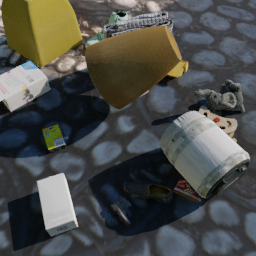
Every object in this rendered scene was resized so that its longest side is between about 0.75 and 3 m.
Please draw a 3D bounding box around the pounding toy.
[{"bbox_3d":[3.217,-0.169,9.832,1.070,1.074,1.872,-33,60,-18],"label":"pounding toy"}]

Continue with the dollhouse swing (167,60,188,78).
[{"bbox_3d":[2.002,-2.487,12.017,0.942,0.856,0.828,17,86,14],"label":"dollhouse swing"}]

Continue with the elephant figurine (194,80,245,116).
[{"bbox_3d":[3.441,-0.991,10.470,1.683,1.191,1.306,-31,44,-29],"label":"elephant figurine"}]

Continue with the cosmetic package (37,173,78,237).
[{"bbox_3d":[-2.092,2.231,8.273,0.841,0.663,1.563,-16,54,-10],"label":"cosmetic package"}]

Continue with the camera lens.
[{"bbox_3d":[2.327,0.827,8.589,1.843,1.843,2.304,-28,57,-20],"label":"camera lens"}]

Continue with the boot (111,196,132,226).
[{"bbox_3d":[-0.077,2.453,8.364,0.547,0.290,0.831,-31,63,-27],"label":"boot"}]

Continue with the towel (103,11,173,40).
[{"bbox_3d":[0.386,-3.441,11.592,2.725,2.256,1.166,-16,66,-10],"label":"towel"}]

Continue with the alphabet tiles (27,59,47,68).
[{"bbox_3d":[-4.079,-2.953,12.577,0.897,0.065,0.877,24,57,17],"label":"alphabet tiles"}]

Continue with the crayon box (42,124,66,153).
[{"bbox_3d":[-2.625,0.369,9.946,0.615,0.246,0.969,-18,56,-13],"label":"crayon box"}]

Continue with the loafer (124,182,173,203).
[{"bbox_3d":[0.630,1.882,8.604,1.548,0.560,0.564,6,54,6],"label":"loafer"}]

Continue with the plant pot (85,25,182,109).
[{"bbox_3d":[0.356,-2.265,9.489,2.646,2.466,2.466,-23,50,22],"label":"plant pot"}]

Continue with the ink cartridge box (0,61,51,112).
[{"bbox_3d":[-4.453,-1.571,11.077,2.288,0.776,1.317,-35,60,-23],"label":"ink cartridge box"}]

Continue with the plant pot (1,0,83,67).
[{"bbox_3d":[-3.943,-4.868,12.350,2.613,2.691,2.630,35,60,24],"label":"plant pot"}]

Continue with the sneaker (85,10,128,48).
[{"bbox_3d":[-1.008,-4.580,12.954,2.402,1.417,0.884,-33,60,-22],"label":"sneaker"}]

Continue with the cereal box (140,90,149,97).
[{"bbox_3d":[0.195,-1.491,11.353,1.076,0.213,0.774,-33,55,-22],"label":"cereal box"}]

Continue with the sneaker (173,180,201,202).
[{"bbox_3d":[1.909,1.937,8.722,0.875,0.312,0.492,23,60,19],"label":"sneaker"}]
